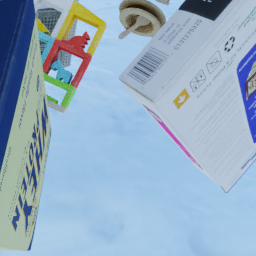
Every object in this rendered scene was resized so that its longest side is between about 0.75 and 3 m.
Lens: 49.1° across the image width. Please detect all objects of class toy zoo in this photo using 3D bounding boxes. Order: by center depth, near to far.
[{"bbox_3d":[-1.114,-1.271,4.250,1.189,0.185,1.812,25,86,-1],"label":"toy zoo"}]

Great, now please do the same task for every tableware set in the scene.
[{"bbox_3d":[0.834,-1.921,5.605,2.260,1.494,0.453,18,79,5],"label":"tableware set"}]

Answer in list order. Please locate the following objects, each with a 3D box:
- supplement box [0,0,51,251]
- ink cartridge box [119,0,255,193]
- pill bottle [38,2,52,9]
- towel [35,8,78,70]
[{"bbox_3d":[-2.222,0.144,2.624,2.632,2.629,1.767,7,65,-9],"label":"supplement box"},{"bbox_3d":[1.056,-0.195,2.954,1.281,2.705,0.502,-49,51,-1],"label":"ink cartridge box"},{"bbox_3d":[-2.123,-3.231,5.614,1.402,2.493,1.402,-17,39,14],"label":"pill bottle"},{"bbox_3d":[-1.618,-1.735,5.571,1.306,1.356,0.234,-23,56,-40],"label":"towel"}]
